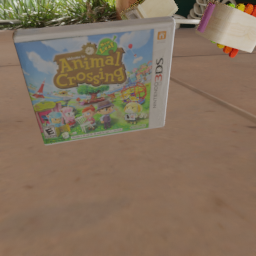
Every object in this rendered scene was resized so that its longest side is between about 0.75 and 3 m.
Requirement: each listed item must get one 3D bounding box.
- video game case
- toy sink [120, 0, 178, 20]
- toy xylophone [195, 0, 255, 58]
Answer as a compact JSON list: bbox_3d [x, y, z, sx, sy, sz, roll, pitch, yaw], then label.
[{"bbox_3d":[-0.348,-0.543,3.736,1.860,1.693,0.205,-9,43,-9],"label":"video game case"},{"bbox_3d":[0.438,-3.165,7.897,1.544,0.865,1.007,-46,26,-14],"label":"toy sink"},{"bbox_3d":[3.310,-3.156,8.272,2.705,1.980,0.680,7,29,-43],"label":"toy xylophone"}]
